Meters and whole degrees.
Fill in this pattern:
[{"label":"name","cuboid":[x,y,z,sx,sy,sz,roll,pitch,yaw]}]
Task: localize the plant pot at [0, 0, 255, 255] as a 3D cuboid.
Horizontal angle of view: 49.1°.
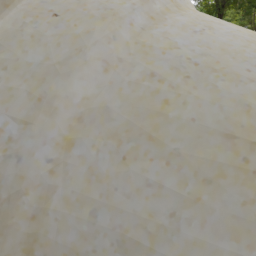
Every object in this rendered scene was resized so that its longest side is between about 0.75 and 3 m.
[{"label":"plant pot","cuboid":[0.780,0.684,1.830,2.702,2.952,2.952,22,26,22]}]
